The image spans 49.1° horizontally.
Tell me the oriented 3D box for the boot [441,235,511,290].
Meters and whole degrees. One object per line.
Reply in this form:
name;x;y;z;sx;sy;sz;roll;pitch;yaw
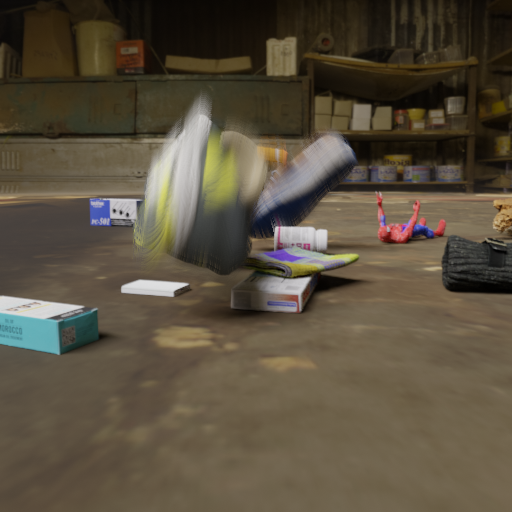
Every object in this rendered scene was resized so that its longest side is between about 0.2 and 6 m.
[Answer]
boot;3.455;0.039;8.082;1.484;0.747;1.984;3;9;18

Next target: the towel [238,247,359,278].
towel;0.536;0.061;7.885;1.196;0.190;1.665;9;11;44

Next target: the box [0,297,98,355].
box;-2.201;0.648;5.404;1.304;0.320;0.536;4;9;25

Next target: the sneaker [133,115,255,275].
sneaker;-0.646;-0.691;6.731;1.223;1.076;2.890;35;28;-19

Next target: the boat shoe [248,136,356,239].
boat shoe;0.787;-1.409;11.526;2.670;0.964;0.966;-37;44;7

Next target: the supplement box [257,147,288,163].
supplement box;0.274;-1.992;11.023;0.664;0.221;0.228;3;28;-28

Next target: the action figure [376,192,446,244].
action figure;3.642;-0.942;13.394;0.839;1.273;2.572;7;13;42

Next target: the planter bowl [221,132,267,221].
planter bowl;-0.573;-1.260;9.132;1.794;1.794;1.207;-6;-15;-37

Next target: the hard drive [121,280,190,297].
hard drive;-1.355;0.442;7.601;0.771;0.101;0.509;3;9;18

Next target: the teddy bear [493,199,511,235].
teddy bear;6.757;-0.696;13.465;1.932;0.890;2.665;-12;20;-24

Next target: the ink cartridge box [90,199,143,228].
ink cartridge box;-4.253;-1.307;17.049;1.757;0.826;0.388;3;8;25

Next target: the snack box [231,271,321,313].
snack box;0.353;0.352;7.553;0.835;0.283;2.324;2;9;12

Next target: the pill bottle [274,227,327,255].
pill bottle;0.865;-0.276;10.890;1.001;0.568;0.568;1;8;6
